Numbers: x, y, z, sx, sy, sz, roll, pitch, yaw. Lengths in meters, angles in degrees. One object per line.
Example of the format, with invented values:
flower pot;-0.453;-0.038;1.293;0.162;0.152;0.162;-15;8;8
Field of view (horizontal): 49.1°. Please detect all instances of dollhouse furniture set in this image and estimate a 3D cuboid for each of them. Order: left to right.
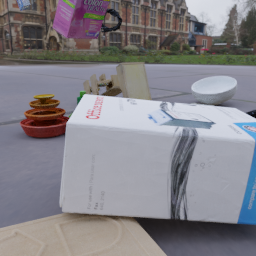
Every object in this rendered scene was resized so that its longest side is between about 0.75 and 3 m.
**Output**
dollhouse furniture set;-0.268;-1.464;11.868;2.325;1.762;2.653;-9;-4;-29

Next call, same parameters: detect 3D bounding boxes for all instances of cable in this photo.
cable;-0.620;-3.806;9.882;0.940;0.767;0.239;-1;13;26

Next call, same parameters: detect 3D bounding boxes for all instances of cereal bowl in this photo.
cereal bowl;3.714;-1.529;12.050;1.880;0.783;1.880;-12;27;6

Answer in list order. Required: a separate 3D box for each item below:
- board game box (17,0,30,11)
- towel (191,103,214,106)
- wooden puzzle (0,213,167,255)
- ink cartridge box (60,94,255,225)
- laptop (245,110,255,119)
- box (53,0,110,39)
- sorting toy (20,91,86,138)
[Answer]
board game box;-3.240;-4.101;8.292;0.228;1.052;1.047;-22;22;-20
towel;2.854;-0.882;11.291;1.029;0.178;0.991;11;19;35
wooden puzzle;-0.564;1.439;2.534;2.084;0.482;1.930;-2;15;-26
ink cartridge box;0.567;0.324;4.074;2.728;1.172;1.998;6;16;-5
laptop;4.126;0.199;7.482;2.600;1.515;2.934;-7;-9;-25
box;-1.325;-3.404;8.122;0.701;1.451;1.276;39;33;24
sorting toy;-1.628;-0.543;8.173;2.905;1.192;1.746;-14;20;-41
